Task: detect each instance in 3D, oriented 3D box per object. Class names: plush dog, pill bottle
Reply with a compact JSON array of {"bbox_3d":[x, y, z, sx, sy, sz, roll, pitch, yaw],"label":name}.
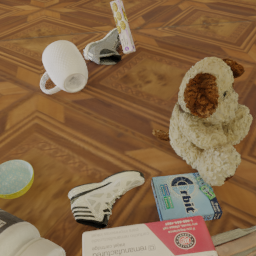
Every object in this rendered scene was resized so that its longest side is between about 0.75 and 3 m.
[{"bbox_3d":[1.782,-0.471,6.602,2.281,2.442,2.843,19,36,22],"label":"plush dog"},{"bbox_3d":[-2.432,2.090,4.749,2.499,1.413,1.413,18,45,18],"label":"pill bottle"}]

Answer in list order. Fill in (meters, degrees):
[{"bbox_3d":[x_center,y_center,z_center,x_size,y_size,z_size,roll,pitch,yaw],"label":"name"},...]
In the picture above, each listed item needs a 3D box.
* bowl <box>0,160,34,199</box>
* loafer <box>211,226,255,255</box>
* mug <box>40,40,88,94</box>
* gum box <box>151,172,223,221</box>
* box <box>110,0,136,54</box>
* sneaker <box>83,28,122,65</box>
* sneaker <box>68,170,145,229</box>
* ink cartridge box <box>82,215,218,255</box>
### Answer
[{"bbox_3d":[-2.583,1.251,6.342,0.975,0.525,0.975,0,42,0],"label":"bowl"},{"bbox_3d":[2.521,2.177,5.255,2.242,0.806,0.705,-12,61,-5],"label":"loafer"},{"bbox_3d":[-2.197,-1.826,9.359,1.762,1.301,1.545,-36,55,5],"label":"mug"},{"bbox_3d":[1.257,1.538,6.203,1.289,0.287,1.095,-6,42,-6],"label":"gum box"},{"bbox_3d":[-0.153,-3.148,8.734,0.336,1.623,0.314,-13,6,21],"label":"box"},{"bbox_3d":[-0.518,-3.106,11.069,2.269,0.851,1.310,-38,59,-22],"label":"sneaker"},{"bbox_3d":[-0.353,1.594,6.009,1.726,0.651,0.993,-17,53,-7],"label":"sneaker"},{"bbox_3d":[0.473,2.934,3.950,2.128,1.239,2.921,-6,44,-6],"label":"ink cartridge box"}]
